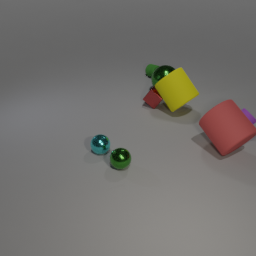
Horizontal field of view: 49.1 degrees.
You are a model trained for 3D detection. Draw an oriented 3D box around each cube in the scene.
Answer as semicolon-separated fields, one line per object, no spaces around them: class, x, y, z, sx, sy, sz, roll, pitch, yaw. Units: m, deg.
cube;1.237;-1.445;12.882;0.700;0.700;0.700;41;38;0

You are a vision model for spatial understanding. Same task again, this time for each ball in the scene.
ball;-0.238;0.983;9.037;0.700;0.700;0.700;0;31;0
ball;-0.961;0.565;9.758;0.700;0.700;0.700;0;31;0
ball;1.881;-2.459;14.130;1.400;1.400;1.400;0;31;0

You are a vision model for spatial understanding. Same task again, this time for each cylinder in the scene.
cylinder;3.387;-0.011;9.538;1.400;1.400;1.400;-20;66;-30
cylinder;1.481;-3.300;16.183;0.700;0.700;0.700;-19;30;-29
cylinder;4.470;-0.289;10.835;0.700;0.700;0.700;40;18;-16
cylinder;2.107;-1.644;12.112;1.400;1.400;1.400;-32;87;-42
